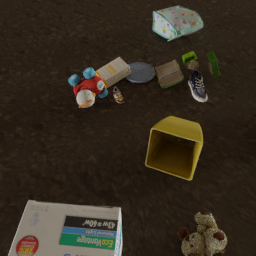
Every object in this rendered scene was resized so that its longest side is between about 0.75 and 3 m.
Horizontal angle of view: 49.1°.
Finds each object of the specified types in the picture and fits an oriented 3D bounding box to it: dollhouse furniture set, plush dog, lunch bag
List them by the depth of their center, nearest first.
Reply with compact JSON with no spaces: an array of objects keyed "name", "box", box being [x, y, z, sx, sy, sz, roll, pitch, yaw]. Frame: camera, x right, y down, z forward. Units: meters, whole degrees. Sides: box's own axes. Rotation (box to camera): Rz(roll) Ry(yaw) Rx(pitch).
[{"name":"plush dog","box":[2.008,3.130,7.637,1.159,1.082,1.349,-21,21,0]},{"name":"dollhouse furniture set","box":[2.685,-2.519,12.866,2.739,1.057,1.369,-20,52,10]},{"name":"lunch bag","box":[2.655,-5.549,14.997,1.890,1.353,2.218,-23,46,-20]}]

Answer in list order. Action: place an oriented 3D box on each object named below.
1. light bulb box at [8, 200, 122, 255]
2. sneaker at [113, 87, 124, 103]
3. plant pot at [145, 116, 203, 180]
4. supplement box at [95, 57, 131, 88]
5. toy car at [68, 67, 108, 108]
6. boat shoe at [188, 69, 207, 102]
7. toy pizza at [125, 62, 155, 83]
[{"name":"light bulb box","box":[-1.296,2.940,6.758,2.235,2.255,1.407,4,48,3]},{"name":"sneaker","box":[-0.421,-1.400,11.912,0.310,0.373,0.828,-22,52,-19]},{"name":"plant pot","box":[1.663,0.510,9.505,1.631,1.631,1.439,17,36,15]},{"name":"supplement box","box":[-0.668,-2.508,12.652,1.357,0.499,0.855,-33,55,-10]},{"name":"toy car","box":[-1.530,-1.319,10.951,1.288,1.342,1.456,-22,44,13]},{"name":"boat shoe","box":[3.028,-1.870,12.094,0.586,0.728,1.570,-10,48,-9]},{"name":"toy pizza","box":[0.512,-2.551,13.039,1.500,0.238,1.500,0,50,0]}]
